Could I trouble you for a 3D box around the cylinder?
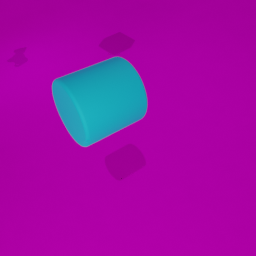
[{"bbox_3d":[-0.310,-0.293,3.047,0.762,0.762,0.762,-27,53,-24],"label":"cylinder"}]
